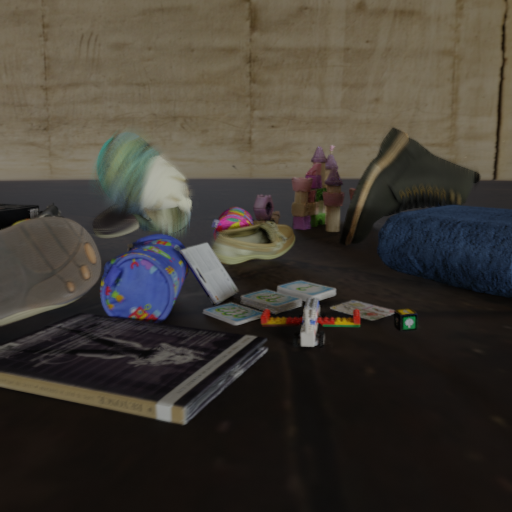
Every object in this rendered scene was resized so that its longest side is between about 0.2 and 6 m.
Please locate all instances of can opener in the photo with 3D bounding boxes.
[{"bbox_3d":[-4.710,-0.743,12.627,0.741,0.591,2.216,-35,17,-6],"label":"can opener"}]

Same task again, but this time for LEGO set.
[{"bbox_3d":[0.565,0.453,5.562,1.455,0.478,1.948,-12,15,-37],"label":"LEGO set"}]

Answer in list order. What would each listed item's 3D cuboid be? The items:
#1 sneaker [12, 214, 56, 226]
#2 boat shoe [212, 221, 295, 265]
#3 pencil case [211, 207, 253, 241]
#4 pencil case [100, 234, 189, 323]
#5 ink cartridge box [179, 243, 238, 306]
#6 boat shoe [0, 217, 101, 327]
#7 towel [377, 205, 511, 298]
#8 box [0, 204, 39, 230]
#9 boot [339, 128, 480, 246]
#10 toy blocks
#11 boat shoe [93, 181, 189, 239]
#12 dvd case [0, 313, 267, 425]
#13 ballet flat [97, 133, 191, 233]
[{"bbox_3d":[-3.708,-0.273,9.227,0.847,0.733,1.875,-8,4,-15],"label":"sneaker"},{"bbox_3d":[0.029,-0.281,8.884,1.573,0.495,0.574,-10,51,-34],"label":"boat shoe"},{"bbox_3d":[-0.413,-0.477,10.133,0.747,0.747,1.691,0,10,2],"label":"pencil case"},{"bbox_3d":[-1.171,0.194,6.072,0.802,0.721,1.847,30,7,-7],"label":"pencil case"},{"bbox_3d":[-0.561,0.210,6.337,0.146,0.718,0.720,-35,-5,20],"label":"ink cartridge box"},{"bbox_3d":[-2.772,0.409,4.864,2.784,1.037,1.020,-11,-10,-33],"label":"boat shoe"},{"bbox_3d":[3.469,0.051,6.445,2.146,0.933,3.844,-9,14,-40],"label":"towel"},{"bbox_3d":[-5.644,-0.788,12.202,1.066,0.596,1.510,6,12,15],"label":"box"},{"bbox_3d":[3.010,-1.095,10.775,2.056,2.973,1.152,27,-27,10],"label":"boot"},{"bbox_3d":[1.333,-1.686,13.482,2.288,1.926,2.138,6,12,30],"label":"toy blocks"},{"bbox_3d":[-2.206,-0.996,10.560,1.954,0.703,0.633,-25,-25,-12],"label":"boat shoe"},{"bbox_3d":[-1.058,0.793,4.388,1.936,0.155,1.440,4,11,21],"label":"dvd case"},{"bbox_3d":[-1.150,-0.770,6.511,0.858,0.858,2.312,0,-7,1],"label":"ballet flat"}]
